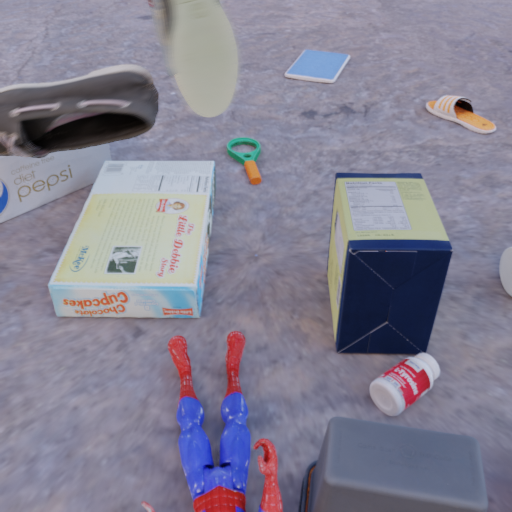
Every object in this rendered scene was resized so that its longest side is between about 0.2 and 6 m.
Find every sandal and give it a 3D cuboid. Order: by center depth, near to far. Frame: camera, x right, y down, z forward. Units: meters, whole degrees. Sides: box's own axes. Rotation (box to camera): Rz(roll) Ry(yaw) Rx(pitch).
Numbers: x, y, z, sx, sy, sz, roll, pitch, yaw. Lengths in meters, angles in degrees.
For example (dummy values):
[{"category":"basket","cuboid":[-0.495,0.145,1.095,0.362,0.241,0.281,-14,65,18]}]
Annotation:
[{"category":"sandal","cuboid":[4.751,-3.364,12.836,0.694,0.519,1.810,-24,44,-28]}]

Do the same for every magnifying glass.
[{"category":"magnifying glass","cuboid":[-0.167,-1.955,11.321,0.707,0.199,1.776,-6,39,-8]}]

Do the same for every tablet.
[{"category":"tablet","cuboid":[1.738,-5.290,15.596,1.386,0.145,2.130,13,41,15]}]

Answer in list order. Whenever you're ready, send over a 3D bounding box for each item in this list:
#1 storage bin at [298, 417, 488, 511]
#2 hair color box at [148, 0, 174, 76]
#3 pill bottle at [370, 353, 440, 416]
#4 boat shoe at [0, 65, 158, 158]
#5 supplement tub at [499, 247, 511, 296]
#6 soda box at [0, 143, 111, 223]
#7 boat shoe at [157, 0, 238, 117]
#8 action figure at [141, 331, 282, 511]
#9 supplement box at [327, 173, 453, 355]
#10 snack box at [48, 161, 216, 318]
[{"category":"storage bin","cuboid":[1.266,2.257,5.171,1.739,1.168,1.265,6,38,9]},{"category":"hair color box","cuboid":[-1.263,-3.856,9.340,0.739,1.492,0.452,-24,21,-27]},{"category":"pill bottle","cuboid":[1.792,1.507,6.683,0.828,0.465,0.465,-27,45,-29]},{"category":"boat shoe","cuboid":[-2.738,-1.805,7.614,2.909,0.973,0.829,-14,65,6]},{"category":"supplement tub","cuboid":[4.262,0.191,8.106,1.174,0.775,0.775,-4,38,-5]},{"category":"soda box","cuboid":[-4.539,-1.497,9.886,1.317,1.231,3.868,31,47,33]},{"category":"boat shoe","cuboid":[-0.881,-3.090,7.471,0.900,2.530,0.792,-17,9,-15]},{"category":"action figure","cuboid":[-0.403,1.857,5.355,1.124,1.706,3.446,-5,41,-6]},{"category":"supplement box","cuboid":[1.641,0.068,7.445,1.190,1.772,1.770,1,38,1]},{"category":"snack box","cuboid":[-1.764,-0.434,8.992,2.035,0.650,3.503,1,38,1]}]
